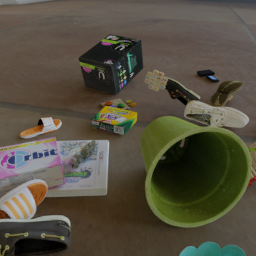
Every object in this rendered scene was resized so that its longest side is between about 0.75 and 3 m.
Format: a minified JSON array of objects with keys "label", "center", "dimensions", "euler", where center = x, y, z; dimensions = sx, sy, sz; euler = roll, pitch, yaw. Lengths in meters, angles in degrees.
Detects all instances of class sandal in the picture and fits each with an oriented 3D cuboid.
[{"label":"sandal","center":[-3.090,2.320,7.082],"dimensions":[2.568,0.984,0.736],"euler":[-31,45,-26]},{"label":"sandal","center":[4.655,-1.569,13.389],"dimensions":[0.932,0.627,2.322],"euler":[25,55,34]},{"label":"sandal","center":[-3.442,-0.086,11.110],"dimensions":[1.712,0.490,0.656],"euler":[-24,40,-32]}]

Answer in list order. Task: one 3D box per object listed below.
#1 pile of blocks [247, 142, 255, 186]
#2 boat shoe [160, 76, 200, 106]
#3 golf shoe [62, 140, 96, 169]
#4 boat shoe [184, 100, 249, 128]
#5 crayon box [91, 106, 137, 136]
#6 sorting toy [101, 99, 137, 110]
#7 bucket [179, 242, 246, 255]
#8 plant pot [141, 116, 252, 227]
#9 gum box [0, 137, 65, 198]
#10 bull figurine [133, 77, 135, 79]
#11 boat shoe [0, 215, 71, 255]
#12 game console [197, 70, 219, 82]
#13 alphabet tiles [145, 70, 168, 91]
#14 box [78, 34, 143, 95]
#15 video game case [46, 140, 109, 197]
[{"label":"pile of blocks","center":[3.781,1.287,8.924],"dimensions":[2.652,1.089,0.824],"euler":[-31,86,-25]},{"label":"boat shoe","center":[2.122,-1.548,12.103],"dimensions":[2.092,0.656,0.765],"euler":[30,-5,-11]},{"label":"golf shoe","center":[-1.604,0.764,9.218],"dimensions":[0.656,0.528,1.349],"euler":[13,33,29]},{"label":"boat shoe","center":[3.497,-0.363,11.313],"dimensions":[2.508,0.888,0.869],"euler":[15,53,21]},{"label":"crayon box","center":[-0.555,-0.339,11.545],"dimensions":[1.502,0.438,1.296],"euler":[14,35,20]},{"label":"sorting toy","center":[-0.404,-1.115,12.972],"dimensions":[1.461,0.196,1.088],"euler":[-18,37,-25]},{"label":"bucket","center":[1.622,3.386,4.841],"dimensions":[2.283,1.485,2.283],"euler":[0,32,0]},{"label":"plant pot","center":[1.492,0.862,8.092],"dimensions":[2.810,2.810,2.669],"euler":[-7,21,-11]},{"label":"gum box","center":[-3.224,1.196,8.189],"dimensions":[2.492,0.824,1.414],"euler":[-12,35,-16]},{"label":"bull figurine","center":[-0.129,-2.994,15.718],"dimensions":[0.711,0.382,1.172],"euler":[-28,41,-31]},{"label":"boat shoe","center":[-2.586,2.644,6.528],"dimensions":[2.473,0.882,0.745],"euler":[-6,29,-13]},{"label":"game console","center":[4.631,-2.938,15.807],"dimensions":[0.895,0.183,1.518],"euler":[-11,35,-16]},{"label":"alphabet tiles","center":[1.059,-1.783,10.600],"dimensions":[0.821,0.839,0.061],"euler":[23,45,7]},{"label":"box","center":[-0.793,-3.372,14.611],"dimensions":[2.106,1.762,2.835],"euler":[19,49,27]},{"label":"video game case","center":[-2.048,1.238,9.209],"dimensions":[2.780,0.329,2.530],"euler":[-1,33,-1]}]
